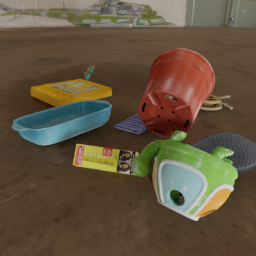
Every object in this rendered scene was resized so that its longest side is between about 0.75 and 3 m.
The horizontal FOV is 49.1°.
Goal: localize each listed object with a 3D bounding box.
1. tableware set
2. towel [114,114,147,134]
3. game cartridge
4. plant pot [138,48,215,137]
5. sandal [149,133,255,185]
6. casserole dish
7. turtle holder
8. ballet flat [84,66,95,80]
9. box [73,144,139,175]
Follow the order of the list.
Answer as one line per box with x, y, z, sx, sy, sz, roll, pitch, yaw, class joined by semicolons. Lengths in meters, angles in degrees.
2.419;-1.299;10.322;1.766;0.535;2.672;-5;24;-22;tableware set
0.371;-0.209;8.481;0.977;0.161;1.350;14;30;38;towel
-2.263;-1.445;11.024;2.196;0.404;2.491;22;28;40;game cartridge
1.260;-0.889;7.827;2.001;2.001;1.946;9;41;20;plant pot
1.614;0.723;5.883;2.549;0.546;0.969;-11;49;-13;sandal
-1.741;-0.191;7.840;2.878;0.558;1.743;-22;24;-39;casserole dish
0.838;0.722;4.436;1.581;1.122;1.201;24;-7;5;turtle holder
-1.804;-2.515;12.744;0.249;0.763;0.269;28;-8;27;ballet flat
-0.479;0.679;6.100;1.362;0.513;0.341;8;-10;14;box
